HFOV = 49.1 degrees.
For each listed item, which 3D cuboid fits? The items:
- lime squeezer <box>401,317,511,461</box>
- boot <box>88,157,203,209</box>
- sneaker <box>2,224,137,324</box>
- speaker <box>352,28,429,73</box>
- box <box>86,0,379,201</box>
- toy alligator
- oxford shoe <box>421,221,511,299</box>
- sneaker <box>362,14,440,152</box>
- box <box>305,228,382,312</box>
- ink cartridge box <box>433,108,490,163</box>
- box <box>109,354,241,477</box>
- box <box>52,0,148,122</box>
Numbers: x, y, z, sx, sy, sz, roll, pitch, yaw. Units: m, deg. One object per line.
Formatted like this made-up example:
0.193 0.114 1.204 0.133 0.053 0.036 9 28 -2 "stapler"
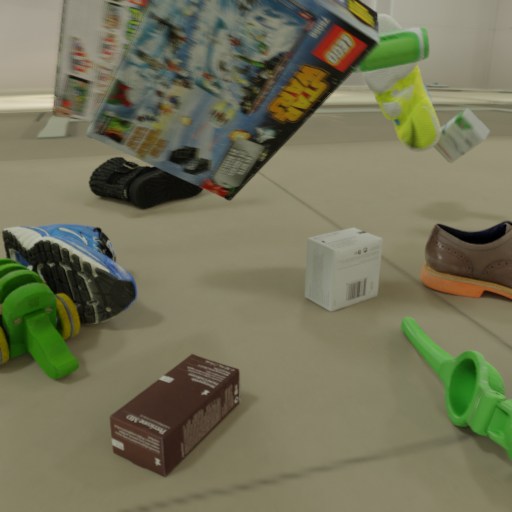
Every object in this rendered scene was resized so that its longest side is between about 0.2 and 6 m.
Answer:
2.498 1.342 5.268 1.415 0.756 4.007 -13 24 -31 "lime squeezer"
-2.531 -1.879 13.317 1.814 0.913 2.427 18 28 38 "boot"
-2.514 0.032 8.059 1.323 1.166 2.968 -21 29 -38 "sneaker"
2.029 -3.186 8.692 1.197 0.529 0.529 -8 20 10 "speaker"
-0.422 -2.046 6.476 2.131 3.113 0.621 24 52 -23 "box"
-3.346 0.434 7.170 1.118 1.023 3.771 -19 28 -40 "toy alligator"
3.895 0.083 8.062 2.843 1.036 1.014 5 22 12 "oxford shoe"
2.702 -3.292 10.688 1.000 2.640 1.387 -18 21 21 "sneaker"
1.233 0.175 7.972 0.926 0.931 0.608 -14 25 -32 "box"
3.896 -2.301 10.782 0.370 0.653 0.890 -48 6 -35 "ink cartridge box"
-0.730 1.459 5.330 0.620 0.464 1.238 12 26 27 "box"
-2.890 -3.794 10.355 1.437 2.611 0.453 4 21 -26 "box"
